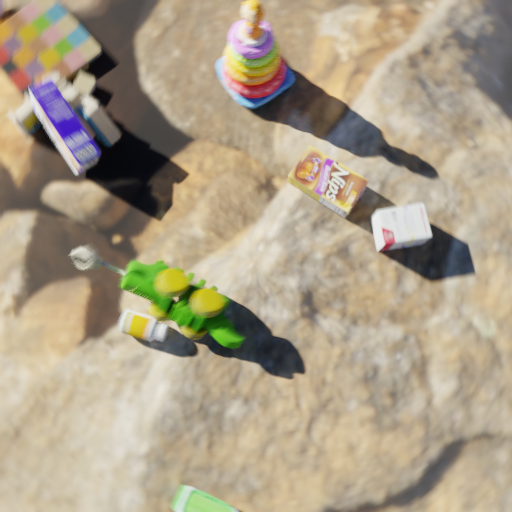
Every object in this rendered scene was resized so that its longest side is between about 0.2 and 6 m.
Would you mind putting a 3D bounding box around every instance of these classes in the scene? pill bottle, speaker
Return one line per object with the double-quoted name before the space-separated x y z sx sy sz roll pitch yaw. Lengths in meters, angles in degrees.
"pill bottle" -2.033 1.287 10.163 0.799 0.444 0.444 16 78 3
"speaker" -0.828 4.328 9.488 1.109 0.491 0.491 24 79 5

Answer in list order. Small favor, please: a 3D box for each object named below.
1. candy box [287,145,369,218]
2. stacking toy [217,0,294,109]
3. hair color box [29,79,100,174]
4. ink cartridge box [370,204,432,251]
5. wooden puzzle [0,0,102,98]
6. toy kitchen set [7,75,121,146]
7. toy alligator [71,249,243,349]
"candy box" 1.375 -1.432 10.767 1.355 0.382 0.790 33 78 8
"stacking toy" -0.051 -3.878 10.349 1.251 2.279 1.323 -35 80 -7
"hair color box" -3.583 -2.386 10.481 0.513 0.866 1.584 -36 99 -18
"ink cartridge box" 2.694 -0.520 10.450 0.900 0.651 0.654 -9 78 -2
"wooden puzzle" -4.449 -4.260 11.492 1.838 0.218 3.100 -40 81 -8
"toy kitchen set" -3.749 -2.542 10.915 1.619 0.954 1.297 38 80 28
"toy alligator" -1.600 0.520 9.996 3.335 0.989 0.905 30 46 -1
